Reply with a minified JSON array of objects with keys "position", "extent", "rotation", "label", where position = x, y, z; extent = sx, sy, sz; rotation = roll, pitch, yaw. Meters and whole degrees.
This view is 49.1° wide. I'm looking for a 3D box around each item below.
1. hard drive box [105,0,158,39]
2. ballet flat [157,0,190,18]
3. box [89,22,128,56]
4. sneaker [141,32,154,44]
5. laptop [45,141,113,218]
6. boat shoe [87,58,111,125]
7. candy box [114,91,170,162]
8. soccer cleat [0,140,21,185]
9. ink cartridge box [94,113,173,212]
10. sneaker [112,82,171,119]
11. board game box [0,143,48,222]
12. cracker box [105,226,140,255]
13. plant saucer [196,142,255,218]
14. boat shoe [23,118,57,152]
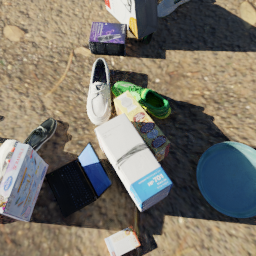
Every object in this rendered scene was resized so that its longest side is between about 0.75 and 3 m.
[{"position":[0.033,-5.604,12.004],"extent":[1.102,2.235,2.868],"rotation":[-29,57,-12],"label":"hard drive box"},{"position":[2.157,-6.077,13.312],"extent":[2.224,0.772,0.772],"rotation":[-35,70,-15],"label":"ballet flat"},{"position":[-0.834,-3.891,12.232],"extent":[1.577,0.823,1.167],"rotation":[3,64,2],"label":"box"},{"position":[0.824,-4.248,12.647],"extent":[0.543,0.497,1.274],"rotation":[12,57,14],"label":"sneaker"},{"position":[-1.715,1.741,9.511],"extent":[1.929,0.996,1.709],"rotation":[-27,67,-12],"label":"laptop"},{"position":[-1.092,-1.502,11.043],"extent":[0.999,0.950,2.774],"rotation":[5,65,2],"label":"boat shoe"},{"position":[0.486,0.003,10.059],"extent":[0.683,1.426,2.470],"rotation":[-33,69,-9],"label":"candy box"},{"position":[-4.494,1.733,9.635],"extent":[1.119,0.999,2.884],"rotation":[14,72,45],"label":"soccer cleat"},{"position":[0.147,1.186,9.185],"extent":[1.178,2.009,2.744],"rotation":[-29,69,-10],"label":"ink cartridge box"},{"position":[0.553,-1.274,10.882],"extent":[2.520,1.053,0.933],"rotation":[25,68,12],"label":"sneaker"},{"position":[-3.323,1.797,8.903],"extent":[0.422,2.048,2.053],"rotation":[11,65,7],"label":"board game box"},{"position":[-0.180,3.674,8.997],"extent":[0.981,0.283,0.657],"rotation":[-22,67,-11],"label":"cracker box"},{"position":[3.716,1.789,9.838],"extent":[2.692,0.369,2.692],"rotation":[0,64,0],"label":"plant saucer"},{"position":[-3.280,0.251,10.472],"extent":[0.633,0.505,1.674],"rotation":[25,67,11],"label":"boat shoe"}]
